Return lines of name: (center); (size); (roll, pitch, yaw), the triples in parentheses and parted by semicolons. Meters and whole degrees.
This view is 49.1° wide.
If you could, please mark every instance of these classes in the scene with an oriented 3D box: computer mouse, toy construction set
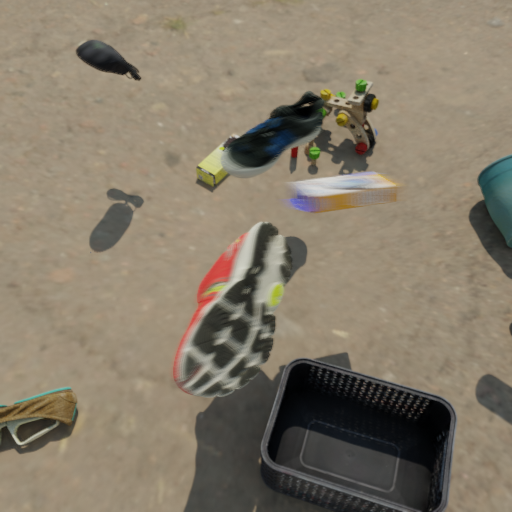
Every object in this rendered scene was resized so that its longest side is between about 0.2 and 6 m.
computer mouse: (-2.839, -3.831, 10.693); (1.065, 0.405, 1.538); (39, 20, 3)
toy construction set: (1.789, -3.269, 12.901); (2.205, 1.695, 1.839); (-31, 60, -20)

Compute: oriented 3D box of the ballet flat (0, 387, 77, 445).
ballet flat: (-4.062, 2.758, 9.281); (2.166, 0.734, 0.783); (-9, 74, -11)

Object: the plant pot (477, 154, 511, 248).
plant pot: (5.545, -1.043, 11.437); (1.689, 1.689, 1.587); (-1, 68, -1)

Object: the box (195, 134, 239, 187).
box: (-0.755, -2.233, 12.980); (0.531, 0.354, 1.411); (29, 60, 20)

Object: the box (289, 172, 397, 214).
box: (1.254, -0.958, 8.410); (1.462, 0.303, 0.870); (-7, 23, -10)

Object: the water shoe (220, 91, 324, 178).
water shoe: (0.281, -2.246, 9.992); (0.835, 0.922, 2.336); (40, 57, 21)

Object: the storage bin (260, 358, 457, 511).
storage bin: (1.534, 2.933, 8.715); (2.697, 1.265, 1.824); (14, 56, 11)

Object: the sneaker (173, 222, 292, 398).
sneaker: (-0.411, 0.822, 8.149); (1.179, 1.300, 3.062); (48, 44, -20)
